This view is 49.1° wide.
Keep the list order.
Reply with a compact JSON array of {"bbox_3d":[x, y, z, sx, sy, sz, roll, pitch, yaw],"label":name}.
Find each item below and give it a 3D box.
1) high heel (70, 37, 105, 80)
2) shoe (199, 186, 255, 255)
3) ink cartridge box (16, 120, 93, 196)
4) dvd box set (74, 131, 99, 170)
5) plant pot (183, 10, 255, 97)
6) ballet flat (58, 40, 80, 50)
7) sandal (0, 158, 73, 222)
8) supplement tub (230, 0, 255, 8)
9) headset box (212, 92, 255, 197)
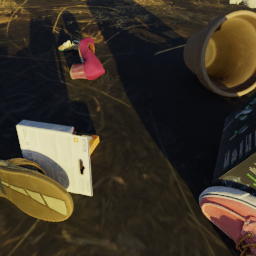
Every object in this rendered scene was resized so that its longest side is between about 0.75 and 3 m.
[{"bbox_3d":[-1.381,-2.925,11.548,1.362,0.955,2.834,-3,49,12],"label":"high heel"},{"bbox_3d":[2.209,2.006,4.709,2.616,0.935,1.190,25,46,33],"label":"shoe"},{"bbox_3d":[-1.494,0.657,6.027,1.600,1.571,0.347,8,32,11],"label":"ink cartridge box"},{"bbox_3d":[-1.583,0.632,7.218,1.162,0.234,1.588,11,37,16],"label":"dvd box set"},{"bbox_3d":[3.252,-2.658,10.164,2.777,2.777,2.421,-11,18,-15],"label":"plant pot"},{"bbox_3d":[-2.681,-3.999,13.484,1.391,0.454,0.490,-1,37,0],"label":"ballet flat"},{"bbox_3d":[-2.280,1.095,5.953,2.755,1.106,0.744,12,31,24],"label":"sandal"},{"bbox_3d":[2.320,-2.375,4.214,1.432,1.034,1.034,5,36,17],"label":"supplement tub"},{"bbox_3d":[3.232,0.088,5.733,1.373,2.961,2.578,37,40,-2],"label":"headset box"}]
